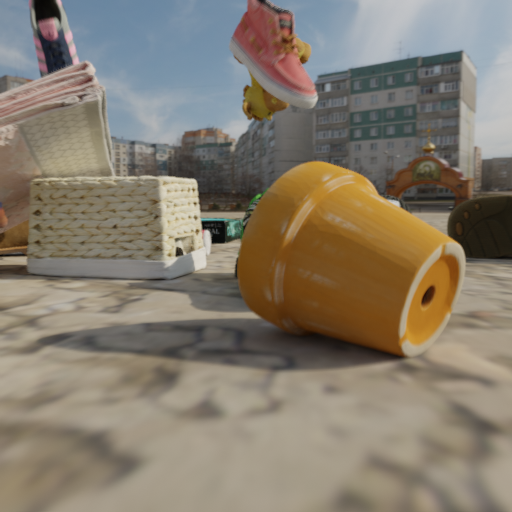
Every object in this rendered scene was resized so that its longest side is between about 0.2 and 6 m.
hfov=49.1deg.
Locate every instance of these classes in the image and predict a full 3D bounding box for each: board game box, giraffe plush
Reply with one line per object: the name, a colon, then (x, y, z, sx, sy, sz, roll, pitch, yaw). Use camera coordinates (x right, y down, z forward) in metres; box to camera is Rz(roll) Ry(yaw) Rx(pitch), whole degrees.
board game box: (-2.364, -0.679, 13.991, 3.889, 0.548, 2.631, 1, 6, 9)
giraffe plush: (0.194, -3.805, 12.296, 1.723, 1.619, 1.996, -4, 8, -32)

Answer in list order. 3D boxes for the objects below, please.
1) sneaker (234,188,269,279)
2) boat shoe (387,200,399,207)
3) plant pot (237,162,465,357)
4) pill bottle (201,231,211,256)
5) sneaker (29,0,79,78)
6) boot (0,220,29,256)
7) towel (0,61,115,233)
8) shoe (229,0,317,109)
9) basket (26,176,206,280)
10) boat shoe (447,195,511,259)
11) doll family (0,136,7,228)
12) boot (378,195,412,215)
sneaker: (0.284, -0.213, 5.969, 1.069, 1.167, 2.740, -1, 6, -15)
boat shoe: (1.648, -0.391, 8.711, 0.956, 0.971, 2.695, 6, 9, 21)
plant pot: (0.673, 0.093, 3.647, 1.088, 1.189, 1.189, 26, 22, 39)
pill bottle: (-1.228, -0.222, 9.746, 0.823, 0.448, 0.448, 1, 6, 5)
sneaker: (-3.044, -3.098, 8.395, 0.646, 1.841, 0.755, -17, -1, -8)
boot: (-4.475, -0.431, 9.564, 2.464, 0.930, 0.907, -4, 9, -28)
towel: (-3.367, -0.945, 7.226, 3.218, 0.543, 3.369, -28, -4, -15)
shoe: (0.407, -3.740, 10.139, 0.863, 1.099, 2.416, -11, 50, -39)
basket: (-1.813, -0.405, 7.432, 2.043, 1.260, 1.385, 2, 6, 15)
boat shoe: (5.008, -0.568, 9.119, 3.509, 1.263, 1.185, 0, 7, 27)
doll family: (-1.981, -0.091, 2.895, 1.021, 1.504, 2.601, -1, 5, -13)
boot: (1.812, -0.877, 14.120, 2.753, 1.096, 3.340, -1, 1, -26)
